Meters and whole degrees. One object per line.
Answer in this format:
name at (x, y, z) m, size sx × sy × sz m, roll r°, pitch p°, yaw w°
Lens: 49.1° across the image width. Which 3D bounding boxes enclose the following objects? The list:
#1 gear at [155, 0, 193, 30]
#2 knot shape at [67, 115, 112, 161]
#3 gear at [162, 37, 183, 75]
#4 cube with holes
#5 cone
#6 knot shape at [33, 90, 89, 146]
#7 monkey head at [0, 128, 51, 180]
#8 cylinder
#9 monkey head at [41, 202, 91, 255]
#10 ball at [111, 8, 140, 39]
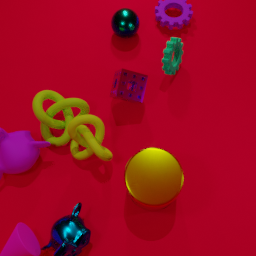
gear at (1.560, -3.955, 9.598) m, size 1.266 × 0.234 × 1.266 m, roll -1°, pitch 68°, yaw 1°
knot shape at (-0.973, 0.399, 7.438) m, size 1.372 × 1.466 × 0.678 m, roll 39°, pitch 49°, yaw 8°
gear at (1.368, -2.177, 8.523) m, size 0.203 × 1.100 × 1.100 m, roll 18°, pitch 68°, yaw 28°
cube with holes at (0.007, -1.197, 8.106) m, size 0.786 × 0.786 × 0.786 m, roll 12°, pitch 91°, yaw -17°
cone at (-2.593, 2.756, 6.293) m, size 0.870 × 0.867 × 0.867 m, roll -34°, pitch 72°, yaw -7°
knot shape at (-1.936, -0.217, 7.846) m, size 1.574 × 0.727 × 1.473 m, roll 14°, pitch 95°, yaw -20°
monkey head at (-3.022, 0.597, 7.323) m, size 1.822 × 1.311 × 1.098 m, roll -35°, pitch 65°, yaw -1°
cylinder at (0.623, 1.316, 6.978) m, size 1.372 × 1.372 × 1.372 m, roll -1°, pitch 70°, yaw 3°
monkey head at (-1.496, 2.562, 6.619) m, size 0.932 × 1.113 × 1.547 m, roll 41°, pitch 95°, yaw 23°
ball at (-0.087, -3.437, 9.201) m, size 0.948 × 0.948 × 0.948 m, roll 0°, pitch 68°, yaw 0°
